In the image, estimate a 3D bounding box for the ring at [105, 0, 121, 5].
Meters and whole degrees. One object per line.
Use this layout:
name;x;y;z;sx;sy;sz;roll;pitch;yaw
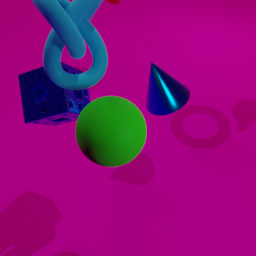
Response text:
ring;-0.942;-4.156;7.732;1.910;0.382;1.910;38;22;-19

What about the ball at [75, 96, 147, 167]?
ball;-0.224;0.046;3.731;0.941;0.941;0.941;0;46;0

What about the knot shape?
knot shape;-0.696;-1.373;3.834;0.680;1.471;1.377;5;54;16

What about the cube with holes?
cube with holes;-1.187;-0.527;4.679;0.804;0.804;0.804;-12;83;21

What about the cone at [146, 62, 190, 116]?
cone;0.647;-0.940;5.674;0.986;0.990;0.986;-17;42;16
